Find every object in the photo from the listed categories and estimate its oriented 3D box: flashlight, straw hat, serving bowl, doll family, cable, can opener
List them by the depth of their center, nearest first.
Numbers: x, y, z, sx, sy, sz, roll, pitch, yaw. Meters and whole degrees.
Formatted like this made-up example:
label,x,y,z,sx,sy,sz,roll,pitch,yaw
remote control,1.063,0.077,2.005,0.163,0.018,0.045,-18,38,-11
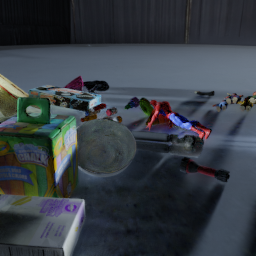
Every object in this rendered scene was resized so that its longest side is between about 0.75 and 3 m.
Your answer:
label,x,y,z,sx,sy,sz,roll,pitch,yaw
flashlight,1.738,0.968,6.400,1.075,0.365,0.364,14,47,31
serving bowl,-0.624,0.536,6.781,1.595,0.525,1.595,4,51,-5
can opener,0.980,0.450,7.702,2.168,0.571,0.721,5,-14,10
straw hat,-4.363,-1.023,10.282,2.637,1.116,2.637,37,-6,4
doll family,4.403,-1.052,11.208,1.973,0.774,1.140,6,26,24
cable,-2.044,-2.309,14.791,2.126,0.540,1.735,14,25,34

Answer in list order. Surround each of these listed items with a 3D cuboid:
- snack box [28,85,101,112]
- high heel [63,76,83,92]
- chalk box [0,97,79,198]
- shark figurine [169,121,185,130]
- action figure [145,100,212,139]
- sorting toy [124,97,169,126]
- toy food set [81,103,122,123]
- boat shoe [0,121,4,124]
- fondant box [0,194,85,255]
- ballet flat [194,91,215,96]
label,x,y,z,sx,sy,sz,roll,pitch,yaw
snack box,-2.543,-1.249,11.508,2.558,0.475,1.486,12,18,9
high heel,-3.095,-1.916,13.016,2.018,0.970,0.680,-5,7,-20
chalk box,-1.768,0.433,5.411,1.266,2.034,1.259,3,21,9
shark figurine,1.663,-0.294,9.585,0.695,0.486,1.164,1,19,7
action figure,1.438,-0.088,8.915,2.168,1.073,0.707,40,36,27
sorting toy,0.536,-0.569,10.283,0.777,0.782,2.256,-34,34,-17
toy food set,-0.945,-0.425,9.592,1.448,0.691,0.651,14,26,38
boat shoe,-3.665,0.198,7.638,0.959,0.851,2.566,-4,19,12
fondant box,-1.619,1.615,4.513,1.624,0.473,1.172,3,21,5
ballet flat,3.715,-1.717,13.594,0.955,0.271,0.317,8,22,20
